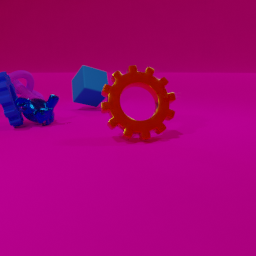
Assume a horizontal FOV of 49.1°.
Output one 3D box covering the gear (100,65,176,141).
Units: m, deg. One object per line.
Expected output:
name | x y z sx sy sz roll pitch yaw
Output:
gear | 0.245 -0.603 6.767 1.788 1.788 0.331 -2 -10 -11

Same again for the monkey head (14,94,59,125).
monkey head | -2.652 -0.657 8.547 0.909 1.085 1.508 32 5 25

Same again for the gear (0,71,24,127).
gear | -3.455 -0.829 8.180 0.293 1.582 1.582 -17 16 -11

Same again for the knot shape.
knot shape | -4.391 -1.514 11.144 1.781 0.879 1.903 -2 -31 26

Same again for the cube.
cube | -1.570 -1.703 11.596 1.132 1.132 1.132 10 -32 -33
